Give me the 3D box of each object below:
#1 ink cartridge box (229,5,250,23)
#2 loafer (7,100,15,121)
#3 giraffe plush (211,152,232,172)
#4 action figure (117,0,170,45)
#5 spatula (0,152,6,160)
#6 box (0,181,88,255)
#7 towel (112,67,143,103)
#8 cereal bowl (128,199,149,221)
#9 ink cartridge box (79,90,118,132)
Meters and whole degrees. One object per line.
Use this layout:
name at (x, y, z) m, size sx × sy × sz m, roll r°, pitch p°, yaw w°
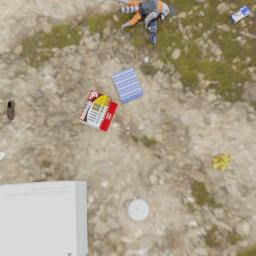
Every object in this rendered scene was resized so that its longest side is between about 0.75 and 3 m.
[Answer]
ink cartridge box at (4.969, -5.056, 12.433) m, size 0.830 × 0.183 × 0.390 m, roll -33°, pitch 82°, yaw -6°
loafer at (-4.904, -0.744, 11.606) m, size 0.319 × 0.310 × 0.874 m, roll -7°, pitch 80°, yaw -1°
giraffe plush at (3.628, 1.225, 10.657) m, size 0.803 × 0.651 × 0.693 m, roll 9°, pitch 48°, yaw 8°
action figure at (0.708, -4.733, 11.925) m, size 2.159 × 1.168 × 2.232 m, roll -8°, pitch 81°, yaw 7°
spatula at (-5.651, 1.217, 11.388) m, size 0.800 × 0.092 × 1.150 m, roll 43°, pitch 83°, yaw 1°
box at (-2.925, 3.293, 9.837) m, size 2.749 × 2.366 × 2.762 m, roll -3°, pitch 80°, yaw -1°
towel at (-0.030, -1.805, 11.782) m, size 0.967 × 0.159 × 1.336 m, roll -22°, pitch 85°, yaw 1°
cereal bowl at (0.410, 3.198, 10.892) m, size 0.848 × 0.353 × 0.848 m, roll 0°, pitch 81°, yaw 0°
ink cartridge box at (-1.181, -0.692, 11.464) m, size 1.195 × 0.571 × 1.361 m, roll 21°, pitch 80°, yaw 3°
